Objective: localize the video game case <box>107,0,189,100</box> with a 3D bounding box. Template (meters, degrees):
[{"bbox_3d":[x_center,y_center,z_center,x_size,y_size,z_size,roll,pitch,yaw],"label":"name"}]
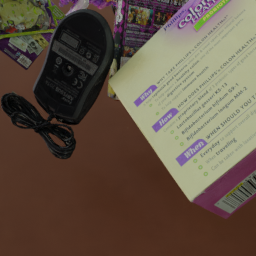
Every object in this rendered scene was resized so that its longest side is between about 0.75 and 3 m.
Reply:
[{"bbox_3d":[0.702,-1.471,5.166,2.125,1.926,0.381,-4,21,-31],"label":"video game case"}]

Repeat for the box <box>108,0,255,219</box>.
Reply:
[{"bbox_3d":[1.213,-0.462,3.783,2.110,1.160,2.399,-44,48,11],"label":"box"}]

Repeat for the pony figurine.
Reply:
[{"bbox_3d":[-1.383,-3.918,7.879,2.218,2.298,1.914,-39,26,15],"label":"pony figurine"}]

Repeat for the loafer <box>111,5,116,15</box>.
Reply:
[{"bbox_3d":[-0.365,-4.087,9.821,0.294,0.935,0.336,-20,84,9],"label":"loafer"}]

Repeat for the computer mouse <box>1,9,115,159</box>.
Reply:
[{"bbox_3d":[-1.006,-0.818,4.710,1.640,2.368,0.624,38,20,9],"label":"computer mouse"}]

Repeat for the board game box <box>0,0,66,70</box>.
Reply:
[{"bbox_3d":[-2.907,-2.841,6.219,1.698,2.828,0.457,-47,37,3],"label":"board game box"}]
